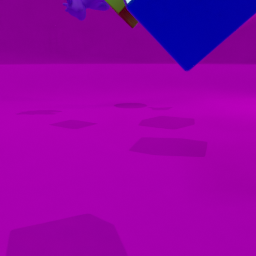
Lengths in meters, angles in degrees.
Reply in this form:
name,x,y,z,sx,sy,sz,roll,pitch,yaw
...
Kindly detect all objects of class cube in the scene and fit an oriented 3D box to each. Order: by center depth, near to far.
name,x,y,z,sx,sy,sz,roll,pitch,yaw
cube,0.500,-1.168,2.500,0.801,0.801,0.801,38,23,-28
cube,2.326,-2.719,5.551,1.015,1.015,1.015,-32,-2,18
cube,0.010,-3.319,7.463,0.767,0.767,0.767,52,15,28

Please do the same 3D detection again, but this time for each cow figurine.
name,x,y,z,sx,sy,sz,roll,pitch,yaw
cow figurine,-1.320,-4.248,9.122,1.459,1.483,0.814,4,-13,3
